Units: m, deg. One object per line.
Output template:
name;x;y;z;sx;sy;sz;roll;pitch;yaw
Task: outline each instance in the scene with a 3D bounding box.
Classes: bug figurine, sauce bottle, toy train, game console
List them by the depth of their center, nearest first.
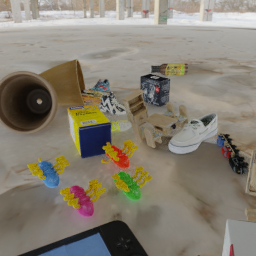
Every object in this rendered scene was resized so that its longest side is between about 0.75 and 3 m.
game console;-0.826;2.090;4.125;2.856;1.695;2.462;-12;28;-24
bug figurine;-0.869;1.206;7.079;2.942;0.757;2.282;-10;33;-29
toy train;3.119;0.734;8.558;0.478;0.356;2.087;-10;26;7
sauce bottle;2.512;-3.593;17.141;2.271;0.735;0.735;-2;26;-1

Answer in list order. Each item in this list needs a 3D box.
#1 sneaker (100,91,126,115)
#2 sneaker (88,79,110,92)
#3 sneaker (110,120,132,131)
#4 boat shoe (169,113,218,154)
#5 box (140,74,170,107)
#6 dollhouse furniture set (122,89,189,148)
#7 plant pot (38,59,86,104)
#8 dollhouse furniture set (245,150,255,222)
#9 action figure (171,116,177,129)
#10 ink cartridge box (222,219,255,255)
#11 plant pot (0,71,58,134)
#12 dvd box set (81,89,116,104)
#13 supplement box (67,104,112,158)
sneaker;-0.574;-1.085;11.716;1.321;0.860;0.527;14;30;26
sneaker;-1.497;-2.145;14.158;0.547;0.659;1.380;20;32;35
sneaker;-0.400;-0.158;10.325;1.038;0.393;0.545;-4;26;-7
boat shoe;2.195;0.065;9.375;0.884;0.802;2.403;21;33;37
box;1.216;-1.729;12.707;0.663;1.160;1.274;-23;33;-36
dollhouse furniture set;0.795;-0.493;9.679;1.740;1.233;1.895;-32;32;-27
plant pot;-3.091;-1.891;12.389;2.135;1.990;1.990;-9;26;-1
dollhouse furniture set;3.373;1.092;5.524;1.763;2.489;2.710;9;-3;22
action figure;1.580;-0.277;10.592;0.757;0.403;1.163;-4;22;4
ink cartridge box;1.679;2.274;3.944;0.633;1.528;1.113;3;25;13
plant pot;-3.561;-0.987;10.430;2.181;2.181;1.902;0;9;-1
dvd box set;-1.342;-1.396;12.721;1.593;0.234;1.165;8;23;-8
supplement box;-1.276;0.036;9.190;1.020;1.014;1.863;-10;27;-20
